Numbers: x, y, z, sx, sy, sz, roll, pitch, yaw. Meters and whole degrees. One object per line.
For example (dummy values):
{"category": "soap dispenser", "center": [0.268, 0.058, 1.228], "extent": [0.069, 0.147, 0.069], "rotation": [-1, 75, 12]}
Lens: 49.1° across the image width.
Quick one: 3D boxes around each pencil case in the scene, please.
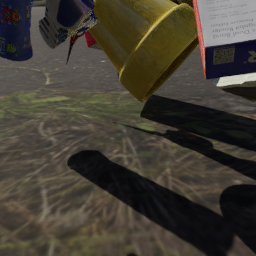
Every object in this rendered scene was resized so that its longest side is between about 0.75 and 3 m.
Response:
{"category": "pencil case", "center": [-3.004, -3.112, 7.554], "extent": [0.976, 2.501, 1.086], "rotation": [11, 29, -7]}

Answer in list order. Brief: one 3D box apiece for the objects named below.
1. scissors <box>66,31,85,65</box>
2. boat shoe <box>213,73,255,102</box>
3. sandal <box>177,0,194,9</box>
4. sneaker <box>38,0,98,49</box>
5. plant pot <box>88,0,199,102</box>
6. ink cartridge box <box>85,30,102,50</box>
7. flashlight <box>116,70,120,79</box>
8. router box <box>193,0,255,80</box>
{"category": "scissors", "center": [-1.945, -2.876, 9.518], "extent": [0.539, 1.473, 0.103], "rotation": [34, 16, 6]}
{"category": "boat shoe", "center": [1.929, -0.745, 4.228], "extent": [0.635, 0.760, 2.125], "rotation": [37, 6, -9]}
{"category": "sandal", "center": [2.115, -3.229, 7.600], "extent": [2.699, 1.084, 0.729], "rotation": [22, 30, -51]}
{"category": "sneaker", "center": [-0.731, -1.614, 3.866], "extent": [0.755, 0.528, 1.308], "rotation": [-40, 15, -27]}
{"category": "plant pot", "center": [0.278, -1.994, 6.042], "extent": [2.032, 2.160, 2.160], "rotation": [43, 38, 3]}
{"category": "ink cartridge box", "center": [-0.523, -4.456, 10.331], "extent": [1.925, 2.661, 1.933], "rotation": [-15, -2, 35]}
{"category": "flashlight", "center": [-0.082, -2.920, 8.406], "extent": [0.916, 2.707, 0.920], "rotation": [-3, 20, 38]}
{"category": "router box", "center": [1.318, -1.118, 2.302], "extent": [1.505, 0.368, 1.351], "rotation": [-7, 57, 12]}
